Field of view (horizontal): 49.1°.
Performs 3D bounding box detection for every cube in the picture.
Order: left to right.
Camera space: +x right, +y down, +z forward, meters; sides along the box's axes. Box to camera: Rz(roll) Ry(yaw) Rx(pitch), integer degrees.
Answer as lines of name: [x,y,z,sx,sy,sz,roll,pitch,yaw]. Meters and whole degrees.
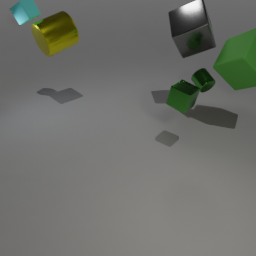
cube: [-4.045,-4.610,11.053,0.700,0.700,0.700,-10,29,36]
cube: [1.743,-1.007,8.878,0.700,0.700,0.700,32,43,24]
cube: [2.543,-3.899,11.095,1.400,1.400,1.400,-15,61,23]
cube: [4.178,-2.377,9.895,1.400,1.400,1.400,-60,23,-17]

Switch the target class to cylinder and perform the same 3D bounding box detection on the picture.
cylinder: [-2.958,-3.828,11.428,1.400,1.400,1.400,-35,43,-23]
cylinder: [2.997,-1.897,11.156,0.700,0.700,0.700,-16,62,-26]
